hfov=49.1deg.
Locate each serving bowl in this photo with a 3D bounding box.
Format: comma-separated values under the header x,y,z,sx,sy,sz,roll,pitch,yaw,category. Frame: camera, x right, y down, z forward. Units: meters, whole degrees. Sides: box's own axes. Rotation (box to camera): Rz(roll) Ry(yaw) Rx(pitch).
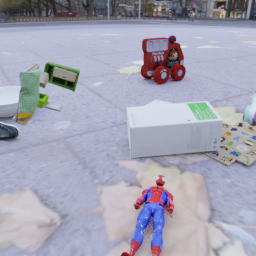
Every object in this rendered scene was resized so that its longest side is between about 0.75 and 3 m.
x,y,z,sx,sy,sz,roll,pitch,yaw,category
-5.156,-1.046,11.917,2.490,0.819,2.490,-1,26,0,serving bowl

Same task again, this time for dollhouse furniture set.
x,y,z,sx,sy,sz,roll,pitch,yaw,category
-2.007,-1.002,7.334,1.012,1.310,2.620,16,23,-8,dollhouse furniture set

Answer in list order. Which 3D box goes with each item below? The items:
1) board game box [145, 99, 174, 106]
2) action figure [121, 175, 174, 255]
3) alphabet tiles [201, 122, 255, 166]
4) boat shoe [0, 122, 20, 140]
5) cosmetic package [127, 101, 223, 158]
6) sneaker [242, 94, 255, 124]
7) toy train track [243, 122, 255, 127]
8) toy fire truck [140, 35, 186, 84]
x,y,z,sx,sy,sz,roll,pitch,yaw,category
1.258,-0.501,11.214,1.654,0.436,2.162,18,31,33,board game box
0.554,1.858,6.131,0.880,0.696,2.691,3,23,13,action figure
3.534,0.450,9.281,2.410,0.076,2.005,-27,35,-29,alphabet tiles
-4.679,0.098,9.775,1.670,0.624,0.554,13,15,6,boat shoe
1.404,0.025,9.108,2.817,1.195,1.516,-4,30,-4,cosmetic package
5.618,-0.637,11.180,1.540,0.856,2.201,17,40,29,sneaker
4.786,0.085,10.155,1.764,0.287,1.012,-4,27,-5,toy train track
2.094,-4.019,16.192,2.948,2.475,1.653,-15,29,-28,toy fire truck
